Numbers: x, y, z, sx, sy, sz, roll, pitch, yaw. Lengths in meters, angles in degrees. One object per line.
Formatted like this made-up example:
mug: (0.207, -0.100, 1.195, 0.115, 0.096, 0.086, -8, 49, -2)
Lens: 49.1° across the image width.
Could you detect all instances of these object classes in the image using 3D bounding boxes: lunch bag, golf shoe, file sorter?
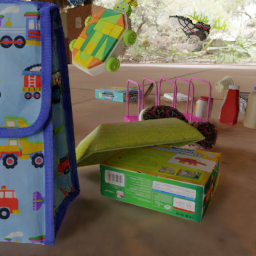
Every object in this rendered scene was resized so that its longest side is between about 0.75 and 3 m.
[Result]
lunch bag: (-1.867, -0.237, 3.473, 2.202, 2.926, 1.376, 1, 16, 3)
golf shoe: (1.576, -2.656, 7.427, 1.193, 0.525, 0.460, 28, 29, 17)
golf shoe: (0.971, 0.045, 6.115, 2.066, 0.750, 0.951, 18, -8, -35)
file sorter: (1.129, -0.764, 8.276, 2.203, 1.382, 1.531, -3, 16, -12)

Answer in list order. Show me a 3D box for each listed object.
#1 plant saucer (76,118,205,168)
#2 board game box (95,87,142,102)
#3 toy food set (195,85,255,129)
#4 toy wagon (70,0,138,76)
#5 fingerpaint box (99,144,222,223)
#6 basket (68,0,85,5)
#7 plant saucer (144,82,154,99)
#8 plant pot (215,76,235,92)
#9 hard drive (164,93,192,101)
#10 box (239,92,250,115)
plant saucer: (0.000, 0.251, 4.759, 1.858, 0.445, 1.855, -5, -12, -24)
board game box: (-0.406, -1.578, 12.939, 1.810, 0.425, 1.366, 13, 20, 41)
toy food set: (3.123, -0.761, 8.271, 1.264, 1.191, 2.648, -6, 17, -44)
toy wagon: (-0.738, -3.185, 9.404, 2.270, 2.926, 0.579, 33, 1, 36)
fingerpaint box: (0.547, 0.730, 4.405, 1.555, 0.570, 1.297, 8, 18, 25)
basket: (-0.278, -2.280, 3.323, 1.232, 1.397, 0.972, -38, 68, -22)
plant saucer: (0.922, -1.647, 12.704, 0.168, 0.916, 0.916, 34, 20, 2)
plant pot: (5.182, -2.310, 15.127, 0.772, 0.844, 0.844, -21, 23, -25)
hard drive: (2.283, -1.443, 12.983, 0.840, 0.170, 1.274, -4, 16, -12)
box: (5.079, -0.916, 10.340, 2.211, 0.550, 1.744, 2, 16, 5)
